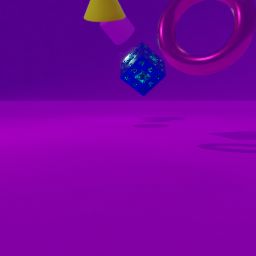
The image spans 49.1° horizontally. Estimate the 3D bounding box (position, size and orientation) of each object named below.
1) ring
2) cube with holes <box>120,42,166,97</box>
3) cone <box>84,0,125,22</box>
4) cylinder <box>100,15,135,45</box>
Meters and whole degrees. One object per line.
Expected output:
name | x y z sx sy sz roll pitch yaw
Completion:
ring | 1.242 -1.652 4.597 1.584 1.584 0.317 3 -3 26
cube with holes | 0.645 -2.567 12.250 1.393 1.393 1.393 34 33 -23
cone | -0.701 -3.822 8.029 1.230 1.234 1.230 -1 34 0
cylinder | -0.396 -3.783 10.436 0.953 0.953 0.953 8 -30 52
